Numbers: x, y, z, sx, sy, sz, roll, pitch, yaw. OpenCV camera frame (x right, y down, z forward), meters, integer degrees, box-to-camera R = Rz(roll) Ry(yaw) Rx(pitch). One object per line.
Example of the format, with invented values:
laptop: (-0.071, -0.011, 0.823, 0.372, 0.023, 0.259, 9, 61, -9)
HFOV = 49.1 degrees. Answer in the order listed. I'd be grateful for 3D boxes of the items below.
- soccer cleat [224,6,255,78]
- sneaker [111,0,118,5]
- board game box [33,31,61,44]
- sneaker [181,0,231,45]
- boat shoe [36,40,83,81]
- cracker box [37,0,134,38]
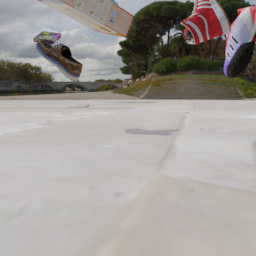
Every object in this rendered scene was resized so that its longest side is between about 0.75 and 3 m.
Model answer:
soccer cleat: (3.435, -2.669, 8.674, 0.959, 2.621, 0.894, 20, -15, 37)
sneaker: (-1.303, -4.404, 9.694, 1.037, 1.046, 2.886, -9, 1, 30)
board game box: (-3.075, -3.484, 10.782, 0.743, 0.200, 1.238, 4, 30, 1)
sneaker: (1.428, -2.278, 5.732, 0.845, 1.503, 0.535, -22, -43, 14)
boat shoe: (-2.352, -2.556, 9.862, 2.039, 0.738, 0.736, 40, 25, 8)
cracker box: (-1.299, -3.399, 7.730, 2.498, 0.720, 1.673, 13, 13, -44)
